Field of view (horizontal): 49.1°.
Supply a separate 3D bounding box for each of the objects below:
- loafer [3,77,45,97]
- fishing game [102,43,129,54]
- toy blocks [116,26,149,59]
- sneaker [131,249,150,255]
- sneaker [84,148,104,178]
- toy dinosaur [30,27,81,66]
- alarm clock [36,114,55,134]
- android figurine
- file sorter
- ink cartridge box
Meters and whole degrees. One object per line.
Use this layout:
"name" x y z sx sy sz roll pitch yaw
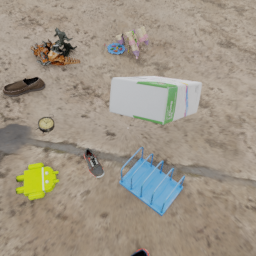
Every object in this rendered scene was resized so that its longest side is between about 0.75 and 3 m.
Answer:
"loafer" -4.266 -1.777 11.381 1.679 0.596 0.613 -17 56 -12
"fishing game" -0.556 -3.735 13.035 1.236 0.192 0.885 5 52 4
"toy blocks" 0.238 -3.785 12.689 1.384 1.165 1.293 -13 22 16
"sneaker" 0.018 3.772 7.424 0.547 0.617 1.460 35 62 22
"sneaker" -1.189 1.147 9.377 0.445 0.473 1.154 -28 59 -18
"toy dinosaur" -3.127 -3.295 12.383 2.396 1.224 1.626 31 73 -1
"alarm clock" -2.624 -0.160 9.117 0.517 0.255 0.766 18 57 2
"android figurine" -2.928 1.715 9.103 1.377 0.283 1.253 -9 55 -4
"file sorter" 0.746 1.580 8.719 1.721 1.056 1.194 34 60 22
"ink cartridge box" 0.859 -0.895 7.997 1.702 0.987 2.351 15 18 31
